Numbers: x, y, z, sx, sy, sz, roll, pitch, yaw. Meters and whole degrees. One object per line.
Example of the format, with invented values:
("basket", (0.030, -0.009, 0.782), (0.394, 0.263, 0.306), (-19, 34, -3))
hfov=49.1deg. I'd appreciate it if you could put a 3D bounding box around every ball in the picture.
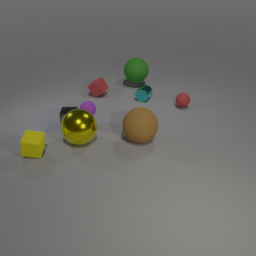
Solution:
("ball", (0.468, -3.267, 15.854), (1.400, 1.400, 1.400), (0, 30, 0))
("ball", (-1.885, -0.044, 10.812), (1.400, 1.400, 1.400), (0, 30, 0))
("ball", (-1.715, -0.808, 11.961), (0.700, 0.700, 0.700), (0, 30, 0))
("ball", (2.679, -1.378, 13.686), (0.700, 0.700, 0.700), (0, 30, 0))
("ball", (0.478, -0.113, 10.932), (1.400, 1.400, 1.400), (0, 30, 0))

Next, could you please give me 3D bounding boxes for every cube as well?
("cube", (-2.558, -0.466, 12.226), (0.700, 0.700, 0.700), (0, 31, -1))
("cube", (-3.455, 0.583, 10.188), (0.700, 0.700, 0.700), (8, 38, -7))
("cube", (-1.590, -2.170, 14.860), (0.700, 0.700, 0.700), (-20, 23, 31))

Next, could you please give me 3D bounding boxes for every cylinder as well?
("cylinder", (0.829, -1.794, 14.491), (0.700, 0.700, 0.700), (14, 33, 23))
